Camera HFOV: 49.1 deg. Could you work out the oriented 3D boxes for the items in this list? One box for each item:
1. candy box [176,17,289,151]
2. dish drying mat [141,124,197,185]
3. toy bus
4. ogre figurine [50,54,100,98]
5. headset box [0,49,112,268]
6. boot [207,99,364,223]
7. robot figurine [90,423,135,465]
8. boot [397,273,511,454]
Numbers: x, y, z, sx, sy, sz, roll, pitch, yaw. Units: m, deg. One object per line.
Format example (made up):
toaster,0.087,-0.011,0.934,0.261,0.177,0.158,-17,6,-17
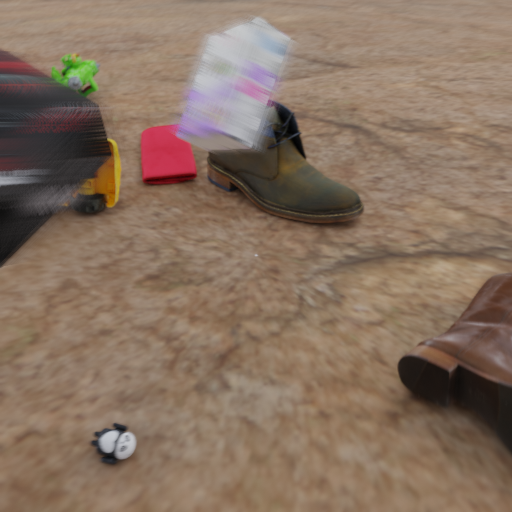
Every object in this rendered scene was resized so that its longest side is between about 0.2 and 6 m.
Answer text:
candy box,-0.382,-2.441,8.200,0.601,1.681,1.410,21,-3,-33
dish drying mat,-2.149,-2.469,13.437,1.204,0.285,3.135,-7,34,-9
toy bus,-3.755,-1.871,11.574,2.297,1.559,2.205,4,16,3
ogre figurine,-5.828,-5.465,17.374,1.587,1.299,2.647,-11,14,16
headset box,-2.780,-1.166,5.309,2.177,0.817,1.618,32,65,12
boot,0.438,-2.008,11.160,3.904,1.892,1.458,24,39,33
robot figurine,-1.583,2.073,6.193,0.474,0.356,0.296,8,11,14
boot,3.627,1.257,7.020,2.888,0.928,2.692,-24,39,-39
